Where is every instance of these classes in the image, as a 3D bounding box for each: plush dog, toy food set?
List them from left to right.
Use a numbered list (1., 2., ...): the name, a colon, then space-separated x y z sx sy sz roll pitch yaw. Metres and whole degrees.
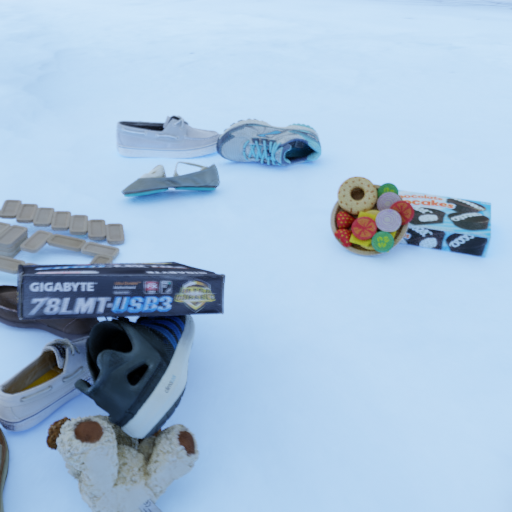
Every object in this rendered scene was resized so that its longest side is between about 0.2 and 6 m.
1. plush dog: -1.626 2.281 6.313 1.579 1.267 1.357 16 7 -31
2. toy food set: 2.212 -0.751 10.859 1.550 0.381 1.566 16 75 18

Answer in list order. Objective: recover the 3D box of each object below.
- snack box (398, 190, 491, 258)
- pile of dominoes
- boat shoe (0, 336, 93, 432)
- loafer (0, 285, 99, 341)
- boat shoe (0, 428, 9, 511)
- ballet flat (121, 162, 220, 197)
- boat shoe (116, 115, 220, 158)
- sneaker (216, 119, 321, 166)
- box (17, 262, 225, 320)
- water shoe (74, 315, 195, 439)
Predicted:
1. snack box: 3.375 -0.773 11.520 2.687 0.498 1.561 11 33 16
2. pile of dominoes: -4.096 -0.151 10.855 2.978 0.474 2.321 13 33 5
3. boat shoe: -2.653 1.490 7.641 0.714 0.703 2.012 19 33 26
4. loafer: -3.363 0.732 8.838 2.003 0.711 0.732 11 31 13
5. boat shoe: -3.224 2.334 6.189 0.866 0.845 2.289 -16 35 -23
6. ballet flat: -1.972 -1.788 12.870 2.251 0.717 0.759 -6 6 -12
7. boat shoe: -2.312 -3.272 15.060 2.911 0.997 1.048 1 32 2
8. sneaker: 0.378 -2.832 14.335 2.770 1.075 1.196 -6 35 -10
9. box: -1.943 0.415 7.621 2.435 0.605 2.417 0 1 -22
10. water shoe: -1.492 1.087 7.150 1.053 1.163 2.946 -48 15 4
